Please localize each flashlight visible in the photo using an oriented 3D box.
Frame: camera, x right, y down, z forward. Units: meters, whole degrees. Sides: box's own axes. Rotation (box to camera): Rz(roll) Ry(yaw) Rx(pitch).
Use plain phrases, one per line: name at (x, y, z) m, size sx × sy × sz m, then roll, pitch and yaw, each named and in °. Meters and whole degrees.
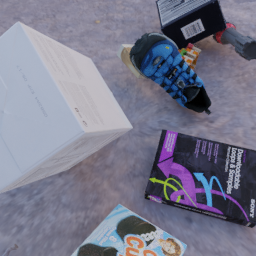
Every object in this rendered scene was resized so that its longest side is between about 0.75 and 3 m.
flashlight at (3.408, -2.750, 8.839) m, size 0.768 × 0.771 × 2.269 m, roll -9°, pitch 35°, yaw -4°

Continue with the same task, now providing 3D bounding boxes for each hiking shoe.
hiking shoe at (1.252, -1.320, 7.001) m, size 1.115 × 2.998 × 1.300 m, roll -52°, pitch 51°, yaw 12°

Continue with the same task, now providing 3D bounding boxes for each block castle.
block castle at (1.706, -1.997, 8.785) m, size 0.605 × 0.861 × 1.289 m, roll 30°, pitch 59°, yaw 15°

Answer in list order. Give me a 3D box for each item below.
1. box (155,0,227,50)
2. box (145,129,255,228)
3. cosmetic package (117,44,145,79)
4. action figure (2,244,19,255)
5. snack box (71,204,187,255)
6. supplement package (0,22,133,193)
box at (2.069, -3.838, 9.419) m, size 1.895 × 1.168 × 1.880 m, roll -21°, pitch 47°, yaw 22°
box at (1.789, 1.093, 6.551) m, size 2.462 × 0.444 × 1.760 m, roll 13°, pitch 61°, yaw 10°
cosmetic package at (0.245, -2.019, 8.461) m, size 0.608 × 0.411 × 1.156 m, roll -16°, pitch 57°, yaw -44°
action figure at (-2.676, 2.711, 5.068) m, size 1.463 × 0.791 × 1.513 m, roll -31°, pitch 71°, yaw -7°
snack box at (-0.270, 2.665, 4.798) m, size 1.644 × 0.525 × 2.830 m, roll 26°, pitch 33°, yaw 20°
supplement package at (-1.555, -0.282, 5.613) m, size 2.036 × 2.702 × 2.051 m, roll -33°, pitch 83°, yaw 14°
